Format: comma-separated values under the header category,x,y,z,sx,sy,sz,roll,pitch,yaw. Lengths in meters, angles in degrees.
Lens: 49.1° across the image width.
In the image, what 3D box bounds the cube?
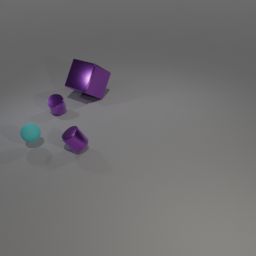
category,x,y,z,sx,sy,sz,roll,pitch,yaw
cube,-1.931,-2.356,13.574,1.400,1.400,1.400,20,3,29

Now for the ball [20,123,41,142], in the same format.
category,x,y,z,sx,sy,sz,roll,pitch,yaw
ball,-3.514,0.173,10.108,0.700,0.700,0.700,0,32,0

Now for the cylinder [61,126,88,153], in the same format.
category,x,y,z,sx,sy,sz,roll,pitch,yaw
cylinder,-1.887,0.401,9.981,0.700,0.700,0.700,-25,34,18

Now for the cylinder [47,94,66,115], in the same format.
category,x,y,z,sx,sy,sz,roll,pitch,yaw
cylinder,-3.132,-1.023,12.336,0.700,0.700,0.700,0,62,-1
